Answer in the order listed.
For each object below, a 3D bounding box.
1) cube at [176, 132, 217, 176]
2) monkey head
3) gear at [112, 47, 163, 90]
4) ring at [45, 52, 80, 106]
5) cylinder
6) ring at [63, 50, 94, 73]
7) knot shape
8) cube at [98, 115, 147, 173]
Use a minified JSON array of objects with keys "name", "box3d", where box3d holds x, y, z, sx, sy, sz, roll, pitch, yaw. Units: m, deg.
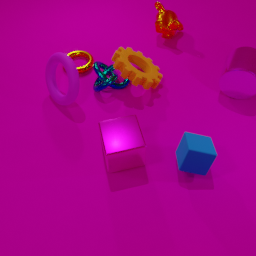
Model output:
[{"name":"cube","box3d":[1.860,0.708,7.756,0.797,0.797,0.797,12,34,-7]},{"name":"monkey head","box3d":[1.685,-4.197,11.040,1.230,1.710,1.031,-4,62,51]},{"name":"gear","box3d":[0.329,-2.084,9.675,1.821,0.337,1.821,22,38,-19]},{"name":"ring","box3d":[-2.149,-1.570,9.083,0.343,1.716,1.716,-17,53,-43]},{"name":"cylinder","box3d":[3.845,-1.856,9.446,1.277,1.277,1.277,20,55,13]},{"name":"ring","box3d":[-1.879,-2.507,10.563,1.200,0.240,1.200,0,53,0]},{"name":"knot shape","box3d":[-0.563,-1.828,9.854,1.341,0.662,1.433,-1,55,-1]},{"name":"cube","box3d":[-0.168,0.462,7.989,1.115,1.115,1.115,-12,56,-7]}]
